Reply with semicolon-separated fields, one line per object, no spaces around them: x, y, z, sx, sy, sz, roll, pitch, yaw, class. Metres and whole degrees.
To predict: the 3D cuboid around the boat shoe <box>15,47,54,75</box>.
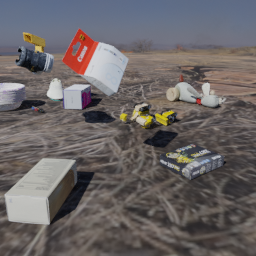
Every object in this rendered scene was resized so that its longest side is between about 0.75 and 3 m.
-2.570;-1.806;7.380;0.802;0.625;1.766;12;2;-31;boat shoe

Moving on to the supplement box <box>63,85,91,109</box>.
-2.035;-1.287;11.361;0.766;0.750;1.482;2;18;6;supplement box

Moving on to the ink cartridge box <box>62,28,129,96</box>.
-0.546;-1.226;5.080;1.083;0.867;0.256;35;-33;-28;ink cartridge box

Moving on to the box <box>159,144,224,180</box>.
1.363;0.693;6.006;1.101;0.270;0.887;-13;25;-35;box

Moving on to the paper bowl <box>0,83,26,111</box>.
-4.824;-1.191;10.849;1.676;0.872;1.676;0;18;0;paper bowl

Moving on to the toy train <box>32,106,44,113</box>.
-3.421;-0.697;10.565;0.179;0.134;0.783;-30;33;-35;toy train

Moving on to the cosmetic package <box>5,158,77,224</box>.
-1.382;1.000;4.711;0.700;0.473;1.332;3;18;9;cosmetic package

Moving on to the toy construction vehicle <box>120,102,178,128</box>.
0.656;-0.322;8.979;1.273;0.515;1.462;29;35;36;toy construction vehicle

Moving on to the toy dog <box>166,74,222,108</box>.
2.757;-1.600;11.698;2.346;1.130;1.547;11;21;31;toy dog

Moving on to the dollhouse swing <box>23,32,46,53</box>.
-3.638;-3.140;10.736;0.792;0.766;0.871;11;12;-42;dollhouse swing

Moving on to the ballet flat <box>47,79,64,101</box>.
-3.383;-1.881;13.145;0.844;0.844;2.431;-5;19;-14;ballet flat
